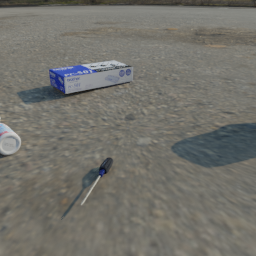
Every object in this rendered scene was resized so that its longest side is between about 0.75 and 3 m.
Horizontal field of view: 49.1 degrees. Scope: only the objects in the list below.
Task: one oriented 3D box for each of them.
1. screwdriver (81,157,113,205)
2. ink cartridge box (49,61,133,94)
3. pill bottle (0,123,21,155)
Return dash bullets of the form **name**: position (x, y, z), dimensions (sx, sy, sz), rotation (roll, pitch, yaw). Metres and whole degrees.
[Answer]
- **screwdriver**: position (-0.563, 1.007, 5.414), dimensions (0.217, 0.208, 1.493), rotation (15, 28, 5)
- **ink cartridge box**: position (-1.347, -1.986, 10.590), dimensions (2.860, 0.632, 1.344), rotation (-17, 31, -32)
- **pill bottle**: position (-3.006, 0.208, 6.661), dimensions (0.550, 0.550, 1.012), rotation (-23, 35, -36)
